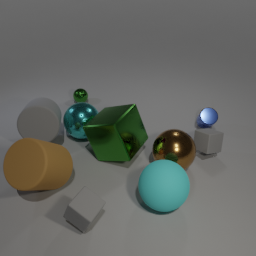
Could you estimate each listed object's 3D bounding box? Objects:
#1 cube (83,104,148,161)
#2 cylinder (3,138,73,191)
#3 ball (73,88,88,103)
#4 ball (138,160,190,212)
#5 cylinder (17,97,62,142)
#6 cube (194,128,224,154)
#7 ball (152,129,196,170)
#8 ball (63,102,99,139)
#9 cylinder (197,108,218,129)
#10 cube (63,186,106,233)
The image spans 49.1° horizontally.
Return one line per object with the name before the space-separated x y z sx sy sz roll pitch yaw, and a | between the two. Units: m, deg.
cube | -0.386 0.162 9.479 1.400 1.400 1.400 -4 29 36
cylinder | -2.522 1.067 8.013 1.400 1.400 1.400 14 -6 21
ball | -2.220 -1.505 13.125 0.700 0.700 0.700 0 33 0
ball | 0.984 1.576 7.705 1.400 1.400 1.400 0 33 0
cylinder | -3.144 -0.290 10.095 1.400 1.400 1.400 -6 19 -9
cube | 2.767 0.443 9.686 0.700 0.700 0.700 -5 16 -31
ball | 1.485 0.728 9.052 1.400 1.400 1.400 0 33 0
ball | -1.738 -0.278 10.613 1.400 1.400 1.400 0 33 0
cylinder | 3.153 -0.381 11.169 0.700 0.700 0.700 0 76 1
cube | -1.108 2.069 7.125 0.700 0.700 0.700 35 44 7
